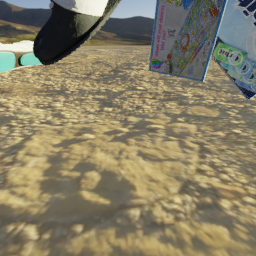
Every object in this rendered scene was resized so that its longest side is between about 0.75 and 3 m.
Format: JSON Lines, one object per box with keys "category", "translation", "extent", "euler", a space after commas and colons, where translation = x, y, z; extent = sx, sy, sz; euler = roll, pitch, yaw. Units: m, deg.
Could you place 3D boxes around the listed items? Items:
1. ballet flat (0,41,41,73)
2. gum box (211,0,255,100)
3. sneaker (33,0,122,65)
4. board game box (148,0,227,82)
{"category": "ballet flat", "translation": [-3.712, -2.377, 9.018], "extent": [2.680, 0.931, 0.931], "euler": [-19, 27, -37]}
{"category": "gum box", "translation": [3.472, -2.478, 7.087], "extent": [2.767, 2.351, 0.616], "euler": [-39, -8, 14]}
{"category": "sneaker", "translation": [-0.370, -1.491, 2.405], "extent": [0.935, 2.113, 0.783], "euler": [33, 29, -30]}
{"category": "board game box", "translation": [1.187, -1.971, 5.901], "extent": [1.321, 1.965, 0.336], "euler": [13, 48, 9]}
